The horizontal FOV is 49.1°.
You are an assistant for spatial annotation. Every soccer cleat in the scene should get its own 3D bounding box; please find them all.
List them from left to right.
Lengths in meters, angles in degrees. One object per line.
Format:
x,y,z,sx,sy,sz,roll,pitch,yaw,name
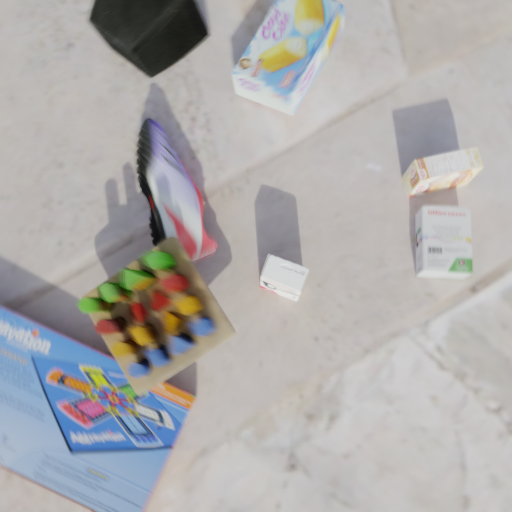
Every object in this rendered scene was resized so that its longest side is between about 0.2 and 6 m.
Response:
-1.569,-1.253,10.588,1.070,0.997,2.922,-7,71,-25,soccer cleat

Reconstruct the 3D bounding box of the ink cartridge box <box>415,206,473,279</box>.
3.492,-0.249,10.471,0.913,0.529,1.260,3,76,1,ink cartridge box

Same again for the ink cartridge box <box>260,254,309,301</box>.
0.487,0.409,10.034,0.761,1.051,0.443,20,77,5,ink cartridge box

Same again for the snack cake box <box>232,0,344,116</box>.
0.662,-4.114,11.208,1.333,0.779,2.318,25,75,13,snack cake box

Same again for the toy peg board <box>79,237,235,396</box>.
-1.745,0.994,9.152,1.991,0.974,1.982,-33,82,6,toy peg board

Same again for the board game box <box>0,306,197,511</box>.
-3.572,2.566,9.639,4.547,0.442,2.341,24,74,3,board game box

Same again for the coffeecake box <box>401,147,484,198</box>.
3.496,-1.571,10.598,1.212,0.931,0.443,-12,77,-3,coffeecake box

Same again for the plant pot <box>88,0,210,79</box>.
-2.202,-4.638,11.071,1.775,1.771,1.575,37,90,9,plant pot
